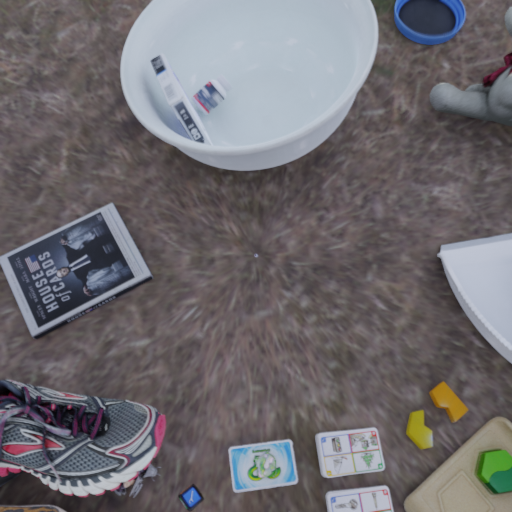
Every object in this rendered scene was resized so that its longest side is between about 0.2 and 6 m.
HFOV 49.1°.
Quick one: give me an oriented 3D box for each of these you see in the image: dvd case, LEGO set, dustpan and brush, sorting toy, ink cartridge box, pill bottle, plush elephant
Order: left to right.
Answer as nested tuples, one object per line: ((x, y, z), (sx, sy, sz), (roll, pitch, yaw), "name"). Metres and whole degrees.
((-2.610, 0.182, 8.109), (1.828, 0.226, 1.374), (-28, 70, -11), "dvd case")
((-1.018, -2.083, 7.961), (0.258, 1.187, 1.176), (-29, 52, 4), "ink cartridge box")
((-0.671, -2.506, 8.660), (0.592, 0.354, 0.354), (-41, 72, 8), "pill bottle")
((0.391, 3.259, 6.832), (2.606, 0.640, 1.947), (-3, 66, -13), "LEGO set")
((2.764, 2.871, 6.962), (1.782, 0.320, 2.391), (-36, 72, -13), "sorting toy")
((4.182, -2.909, 8.459), (2.267, 1.867, 1.755), (9, 97, -18), "plush elephant")
((4.307, 1.236, 7.184), (2.762, 1.133, 3.958), (-10, 68, -4), "dustpan and brush")

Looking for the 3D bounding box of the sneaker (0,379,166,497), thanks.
((-2.430, 1.986, 6.404), (2.792, 1.043, 1.126), (-1, 34, 6), "sneaker")

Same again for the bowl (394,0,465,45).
((3.040, -4.253, 9.897), (1.230, 0.241, 1.230), (0, 68, 0), "bowl")

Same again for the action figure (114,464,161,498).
((-1.763, 2.547, 7.071), (1.205, 0.418, 0.784), (19, 62, 4), "action figure")

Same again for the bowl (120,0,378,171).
((-0.034, -2.594, 8.332), (3.618, 1.626, 3.618), (-4, 65, 8), "bowl")

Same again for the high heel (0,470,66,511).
((-2.874, 3.473, 6.247), (1.877, 0.940, 2.633), (-32, 51, -18), "high heel")
